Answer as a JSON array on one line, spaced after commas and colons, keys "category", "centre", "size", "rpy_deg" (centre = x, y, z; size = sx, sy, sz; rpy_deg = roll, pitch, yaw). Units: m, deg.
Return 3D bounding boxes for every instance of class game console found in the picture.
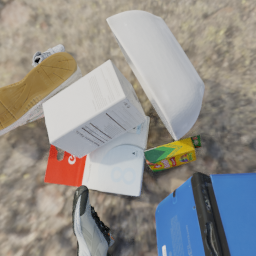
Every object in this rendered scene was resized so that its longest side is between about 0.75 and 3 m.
[{"category": "game console", "centre": [1.886, 2.394, 5.230], "size": [1.687, 2.434, 2.852], "rpy_deg": [21, 42, -19]}]

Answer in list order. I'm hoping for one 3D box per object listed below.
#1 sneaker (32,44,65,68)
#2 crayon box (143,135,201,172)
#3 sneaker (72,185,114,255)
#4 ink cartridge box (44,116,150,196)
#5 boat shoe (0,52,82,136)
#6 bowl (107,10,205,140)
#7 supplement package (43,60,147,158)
[{"category": "sneaker", "centre": [-2.034, -1.822, 7.142], "size": [0.955, 0.549, 0.359], "rpy_deg": [-38, 92, -1]}, {"category": "crayon box", "centre": [1.063, 0.595, 6.312], "size": [1.270, 0.806, 0.323], "rpy_deg": [-18, 63, 9]}, {"category": "sneaker", "centre": [-0.746, 2.120, 5.916], "size": [0.808, 0.753, 2.038], "rpy_deg": [-9, 106, -6]}, {"category": "ink cartridge box", "centre": [-0.754, 0.522, 6.705], "size": [2.357, 0.557, 1.887], "rpy_deg": [7, 78, 2]}, {"category": "boat shoe", "centre": [-2.349, -0.566, 6.679], "size": [2.980, 1.033, 1.055], "rpy_deg": [-32, 70, 0]}, {"category": "bowl", "centre": [0.716, -1.062, 5.780], "size": [0.949, 2.538, 2.542], "rpy_deg": [-29, 78, 6]}, {"category": "supplement package", "centre": [-0.742, -0.354, 6.137], "size": [1.850, 1.108, 1.122], "rpy_deg": [-29, 57, 13]}]
